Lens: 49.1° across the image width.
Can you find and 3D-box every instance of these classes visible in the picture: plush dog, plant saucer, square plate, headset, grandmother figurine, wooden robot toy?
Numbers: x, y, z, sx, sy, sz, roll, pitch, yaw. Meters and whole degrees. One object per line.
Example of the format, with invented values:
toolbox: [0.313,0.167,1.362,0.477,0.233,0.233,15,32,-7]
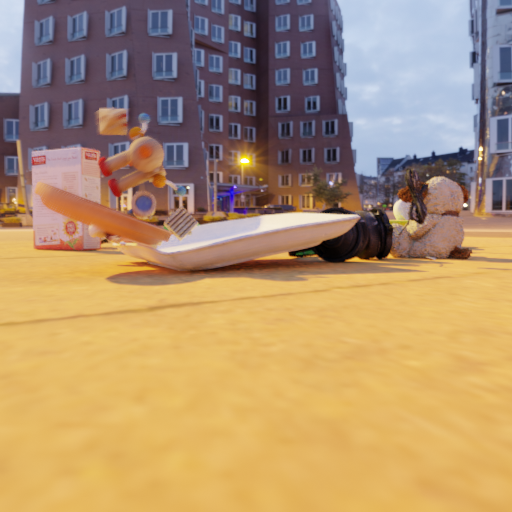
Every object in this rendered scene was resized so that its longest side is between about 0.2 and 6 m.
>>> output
plush dog: [3.451,-0.727,10.646,1.794,1.541,1.439,-2,4,-30]
plant saucer: [-2.123,-0.540,7.795,1.912,0.309,1.912,21,1,0]
square plate: [-0.447,-0.255,9.096,3.087,0.443,3.117,-13,9,-26]
headset: [1.750,-0.574,9.905,1.761,1.340,2.851,-4,-6,-40]
grandmother figurine: [-2.196,-0.346,9.224,1.200,0.363,0.727,12,14,8]
wooden robot toy: [-1.727,-1.298,8.406,1.064,2.415,1.096,-28,3,-11]

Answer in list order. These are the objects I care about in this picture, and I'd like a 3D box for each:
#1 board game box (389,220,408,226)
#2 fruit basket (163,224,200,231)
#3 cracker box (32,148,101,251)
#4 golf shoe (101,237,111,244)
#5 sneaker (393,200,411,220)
board game box: [3.001,-0.530,13.968,1.554,0.728,3.059,-1,4,-16]
fruit basket: [-1.895,-0.459,13.049,1.209,0.872,1.209,15,12,-3]
cracker box: [-4.578,-1.341,13.521,1.610,2.403,0.693,2,4,27]
golf shoe: [-4.779,-0.549,15.017,2.201,0.856,1.040,9,-4,38]
sneaker: [4.267,-0.829,15.225,0.970,0.920,2.409,5,-18,45]
